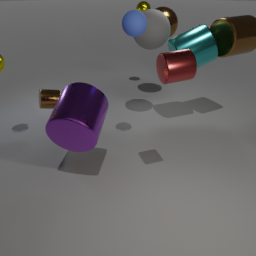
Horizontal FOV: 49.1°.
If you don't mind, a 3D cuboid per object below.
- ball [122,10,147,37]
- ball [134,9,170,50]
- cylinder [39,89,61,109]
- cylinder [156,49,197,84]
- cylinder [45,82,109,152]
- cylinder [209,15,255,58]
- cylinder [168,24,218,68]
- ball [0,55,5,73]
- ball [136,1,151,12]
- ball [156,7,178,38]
[{"bbox_3d":[0.177,-2.892,7.755,0.700,0.700,0.700,0,28,0],"label":"ball"},{"bbox_3d":[0.850,-3.599,10.262,1.400,1.400,1.400,0,28,0],"label":"ball"},{"bbox_3d":[-2.854,-1.054,10.215,0.700,0.700,0.700,-1,26,-24],"label":"cylinder"},{"bbox_3d":[1.092,-1.399,6.382,0.700,0.700,0.700,-12,30,-13],"label":"cylinder"},{"bbox_3d":[-1.361,-0.291,7.711,1.400,1.400,1.400,5,50,10],"label":"cylinder"},{"bbox_3d":[3.980,-3.447,10.523,1.400,1.400,1.400,-16,32,-25],"label":"cylinder"},{"bbox_3d":[2.398,-2.922,10.464,1.400,1.400,1.400,-25,30,3],"label":"cylinder"},{"bbox_3d":[-4.229,-2.038,8.783,0.700,0.700,0.700,0,28,0],"label":"ball"},{"bbox_3d":[0.746,-5.755,13.539,0.700,0.700,0.700,0,28,0],"label":"ball"},{"bbox_3d":[1.537,-4.690,12.570,1.400,1.400,1.400,0,28,0],"label":"ball"}]
